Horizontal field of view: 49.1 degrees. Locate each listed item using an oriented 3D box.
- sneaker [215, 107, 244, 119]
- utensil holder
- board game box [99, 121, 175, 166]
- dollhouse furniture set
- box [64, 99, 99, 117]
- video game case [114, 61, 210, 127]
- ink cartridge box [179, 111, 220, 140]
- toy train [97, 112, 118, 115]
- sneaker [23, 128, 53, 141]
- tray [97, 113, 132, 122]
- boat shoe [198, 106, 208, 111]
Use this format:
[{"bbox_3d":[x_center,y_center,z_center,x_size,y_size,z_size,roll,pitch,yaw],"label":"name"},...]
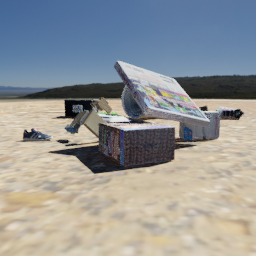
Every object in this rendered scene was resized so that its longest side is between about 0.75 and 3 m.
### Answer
[{"bbox_3d":[5.274,-0.762,14.191,1.658,0.644,1.159,-7,10,-41],"label":"sneaker"},{"bbox_3d":[1.152,-1.518,15.027,2.323,1.974,1.974,-5,9,-42],"label":"utensil holder"},{"bbox_3d":[0.136,0.273,6.171,1.179,0.716,1.478,-4,8,-25],"label":"board game box"},{"bbox_3d":[-1.113,-0.188,8.396,1.195,1.128,0.780,-5,-43,51],"label":"dollhouse furniture set"},{"bbox_3d":[-2.570,-1.140,15.730,1.570,0.973,1.543,1,8,7],"label":"box"},{"bbox_3d":[0.928,-0.925,7.709,2.303,0.265,2.098,9,37,-37],"label":"video game case"},{"bbox_3d":[2.169,-0.093,8.534,1.127,0.818,0.472,-1,8,-9],"label":"ink cartridge box"},{"bbox_3d":[-1.177,-0.723,15.436,1.297,0.271,0.366,2,18,14],"label":"toy train"},{"bbox_3d":[-2.658,0.176,8.223,0.886,0.374,0.332,1,8,1],"label":"sneaker"},{"bbox_3d":[-1.213,-0.492,13.540,2.654,0.294,1.425,7,11,42],"label":"tray"},{"bbox_3d":[2.837,-0.802,14.131,2.574,0.733,0.860,5,9,35],"label":"boat shoe"}]
